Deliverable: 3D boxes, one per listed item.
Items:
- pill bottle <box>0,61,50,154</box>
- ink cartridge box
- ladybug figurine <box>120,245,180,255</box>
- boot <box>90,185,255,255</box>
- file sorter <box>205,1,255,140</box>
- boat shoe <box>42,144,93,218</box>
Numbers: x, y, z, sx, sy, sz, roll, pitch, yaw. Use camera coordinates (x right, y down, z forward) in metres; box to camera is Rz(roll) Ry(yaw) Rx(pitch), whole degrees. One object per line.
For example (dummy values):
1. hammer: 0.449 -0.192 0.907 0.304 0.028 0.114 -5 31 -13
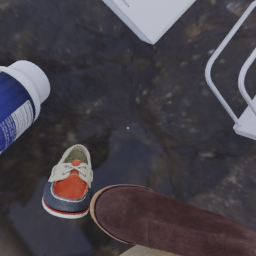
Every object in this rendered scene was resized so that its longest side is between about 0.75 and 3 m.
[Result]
1. pill bottle: -2.285 -0.300 4.742 1.207 1.207 2.173 25 42 4
2. ink cartridge box: 0.599 -3.094 4.575 1.973 2.008 2.728 43 102 -13
3. ladybug figurine: 0.268 2.784 3.760 2.908 1.046 1.974 -28 62 -36
4. boot: 0.772 1.146 3.232 2.129 1.771 0.770 24 68 -20
5. file sorter: 3.045 -0.789 4.199 1.837 2.950 2.047 42 82 -34
6. boat shoe: -0.910 0.801 4.622 0.726 2.039 0.638 16 98 -8
